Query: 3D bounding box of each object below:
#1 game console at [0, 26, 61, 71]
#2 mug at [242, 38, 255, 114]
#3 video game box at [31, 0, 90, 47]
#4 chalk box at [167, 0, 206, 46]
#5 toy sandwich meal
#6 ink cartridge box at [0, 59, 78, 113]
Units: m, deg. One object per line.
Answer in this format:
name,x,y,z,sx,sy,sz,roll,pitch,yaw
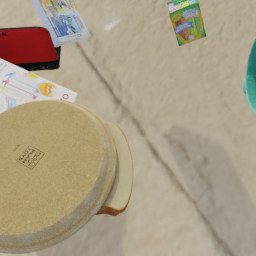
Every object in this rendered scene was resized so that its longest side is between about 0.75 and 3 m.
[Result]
game console,-2.494,-1.795,5.694,2.050,1.216,1.766,-5,44,-6
mug,2.114,-0.737,3.481,0.903,1.201,1.461,2,29,-1
video game box,-1.502,-2.500,6.412,1.035,0.266,1.137,-38,105,-50
chalk box,1.011,-1.999,4.943,0.524,0.842,0.521,-16,42,17
toy sandwich meal,-0.873,0.446,3.008,1.876,0.642,1.876,-3,56,4
ink cartridge box,-1.926,-0.089,4.802,2.130,1.334,1.369,23,51,-10
